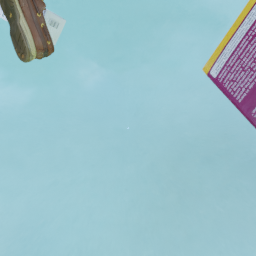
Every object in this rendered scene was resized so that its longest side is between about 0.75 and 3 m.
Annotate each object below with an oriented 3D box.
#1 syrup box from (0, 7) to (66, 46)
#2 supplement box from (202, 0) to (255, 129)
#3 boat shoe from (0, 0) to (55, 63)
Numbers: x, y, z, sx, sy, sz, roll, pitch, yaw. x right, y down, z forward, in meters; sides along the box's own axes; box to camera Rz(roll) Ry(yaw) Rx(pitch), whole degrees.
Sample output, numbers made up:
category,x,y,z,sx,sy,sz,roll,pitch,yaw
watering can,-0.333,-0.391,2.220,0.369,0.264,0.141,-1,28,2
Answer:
category,x,y,z,sx,sy,sz,roll,pitch,yaw
syrup box,-1.764,-1.978,4.965,1.260,0.496,0.513,34,102,25
supplement box,2.475,-0.691,3.679,1.408,1.786,2.729,19,31,-24
boat shoe,-1.527,-1.805,4.152,0.544,1.610,0.580,-21,13,-37
